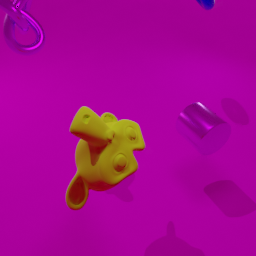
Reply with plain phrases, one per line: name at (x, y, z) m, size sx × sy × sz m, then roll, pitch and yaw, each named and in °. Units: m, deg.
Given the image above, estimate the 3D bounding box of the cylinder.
cylinder at (1.537, 0.011, 5.772) m, size 0.812 × 0.812 × 0.812 m, roll -18°, pitch 42°, yaw -21°

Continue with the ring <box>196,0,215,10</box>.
ring at (1.824, -3.918, 7.652) m, size 0.322 × 1.608 × 1.608 m, roll -37°, pitch 34°, yaw 20°

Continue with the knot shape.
knot shape at (-2.024, -2.031, 5.088) m, size 0.569 × 1.152 × 1.231 m, roll -11°, pitch 79°, yaw 11°

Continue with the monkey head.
monkey head at (-0.455, 0.285, 4.147) m, size 1.061 × 1.266 × 1.760 m, roll -20°, pitch 39°, yaw 47°
